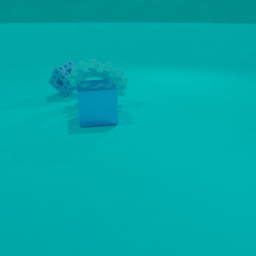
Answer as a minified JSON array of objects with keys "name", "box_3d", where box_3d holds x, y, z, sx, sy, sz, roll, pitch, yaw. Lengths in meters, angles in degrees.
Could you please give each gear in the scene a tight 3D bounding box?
[{"name":"gear","box_3d":[-0.964,-1.538,9.328,1.900,1.900,0.351,4,65,10]}]

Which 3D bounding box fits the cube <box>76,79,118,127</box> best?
[{"name":"cube","box_3d":[-0.906,-0.751,8.162,1.088,1.088,1.088,-5,24,-9]}]

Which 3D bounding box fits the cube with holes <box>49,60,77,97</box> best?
[{"name":"cube with holes","box_3d":[-2.309,-1.865,10.598,0.832,0.832,0.832,43,43,1]}]
